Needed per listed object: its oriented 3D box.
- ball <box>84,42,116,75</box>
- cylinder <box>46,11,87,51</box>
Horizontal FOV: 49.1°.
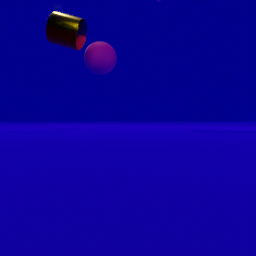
[{"bbox_3d":[-1.086,-2.738,10.999,1.259,1.259,1.259,0,1,0],"label":"ball"},{"bbox_3d":[-2.062,-3.280,9.487,1.064,1.064,1.064,17,3,6],"label":"cylinder"}]
